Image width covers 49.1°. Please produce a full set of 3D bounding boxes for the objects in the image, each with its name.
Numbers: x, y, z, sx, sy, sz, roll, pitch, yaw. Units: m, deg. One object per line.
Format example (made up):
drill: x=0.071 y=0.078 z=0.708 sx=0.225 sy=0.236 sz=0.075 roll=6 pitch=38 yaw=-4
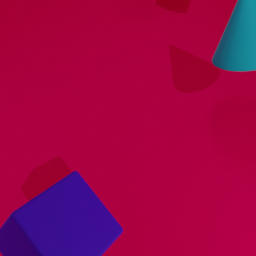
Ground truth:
cone: x=2.382 y=-2.126 z=5.579 sx=1.478 sy=1.484 sz=1.478 roll=-12 pitch=33 yaw=8
cube: x=-0.782 y=1.192 z=3.119 sx=0.880 sy=0.880 sz=0.880 roll=50 pitch=41 yaw=7
